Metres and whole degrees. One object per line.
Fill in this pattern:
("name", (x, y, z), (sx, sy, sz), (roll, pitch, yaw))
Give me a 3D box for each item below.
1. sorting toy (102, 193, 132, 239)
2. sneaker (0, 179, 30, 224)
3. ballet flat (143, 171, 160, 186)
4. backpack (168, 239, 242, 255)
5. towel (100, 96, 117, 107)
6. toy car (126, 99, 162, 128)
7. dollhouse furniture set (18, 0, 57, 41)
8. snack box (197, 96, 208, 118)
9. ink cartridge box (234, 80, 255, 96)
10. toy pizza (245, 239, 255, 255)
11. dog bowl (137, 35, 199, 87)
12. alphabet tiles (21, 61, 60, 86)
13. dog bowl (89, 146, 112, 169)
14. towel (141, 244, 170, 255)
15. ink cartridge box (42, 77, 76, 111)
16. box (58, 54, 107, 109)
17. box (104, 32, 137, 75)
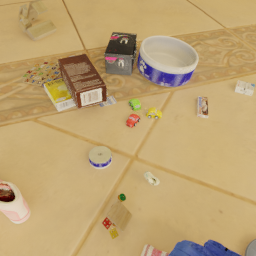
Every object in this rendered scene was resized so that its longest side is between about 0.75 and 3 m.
("sorting toy", (-0.314, 2.648, 8.323), (0.706, 0.248, 1.464), (49, 35, -5))
("sneaker", (-4.023, 1.931, 8.639), (2.332, 1.219, 0.878), (26, 52, 25))
("ballet flat", (0.785, 1.715, 9.096), (0.315, 0.877, 0.315), (-22, 47, 26))
("backpack", (1.825, 3.549, 6.521), (2.011, 1.634, 1.687), (20, 49, 27))
("towel", (-0.941, -1.211, 12.569), (0.766, 0.091, 0.563), (-16, 46, -15))
("toy car", (0.460, -0.814, 11.966), (1.666, 0.372, 1.568), (-17, 48, -17))
("dollhouse furniture set", (-5.771, -6.312, 17.475), (2.059, 1.765, 2.166), (-39, 91, -32))
("snack box", (3.255, -0.923, 12.231), (0.451, 0.152, 1.254), (7, 45, 7))
("ink cartridge box", (5.435, -1.865, 13.047), (0.791, 0.333, 0.577), (18, 48, 17))
("toy pizza", (3.893, 3.701, 7.542), (1.488, 0.236, 1.488), (1, 46, -1))
("dog bowl", (1.890, -3.283, 13.589), (2.821, 1.111, 2.821), (7, 46, -8))
("alphabet tiles", (-4.285, -2.791, 14.115), (1.711, 0.065, 2.056), (12, 45, 16))
("dog bowl", (-0.998, 1.057, 10.126), (0.831, 0.327, 0.831), (0, 44, 0))
("towel", (1.445, 4.259, 6.848), (2.901, 0.434, 2.123), (14, 46, 14))
("ink cartridge box", (-2.571, -1.985, 13.038), (2.411, 0.573, 2.440), (-23, 51, -21))
("box", (-2.003, -2.078, 12.105), (1.336, 1.000, 2.668), (-17, 49, -17))
("box", (-0.328, -3.870, 14.445), (1.375, 1.193, 2.249), (5, 46, 5))
